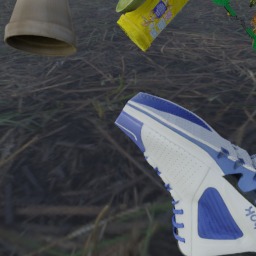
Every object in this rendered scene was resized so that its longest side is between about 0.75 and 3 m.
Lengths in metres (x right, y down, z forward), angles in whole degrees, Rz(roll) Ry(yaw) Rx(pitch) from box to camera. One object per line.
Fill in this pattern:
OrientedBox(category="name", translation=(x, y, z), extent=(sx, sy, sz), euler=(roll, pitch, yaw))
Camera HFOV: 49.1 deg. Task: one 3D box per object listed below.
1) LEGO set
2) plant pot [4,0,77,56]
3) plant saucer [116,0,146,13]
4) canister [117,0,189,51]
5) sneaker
OrientedBox(category="LEGO set", translation=(2.600, -2.581, 5.325), extent=(1.985, 1.527, 1.150), euler=(33, 50, -14))
OrientedBox(category="plant pot", translation=(-1.802, -2.373, 6.021), extent=(1.498, 1.300, 1.498), euler=(4, -2, 0))
OrientedBox(category="plant saucer", translation=(0.392, -3.241, 6.239), extent=(0.273, 1.760, 1.760), euler=(34, 28, -24))
OrientedBox(category="canister", translation=(0.723, -3.163, 7.590), extent=(0.809, 1.869, 1.388), euler=(46, 10, 15))
OrientedBox(category="sneaker", translation=(0.668, 0.641, 2.879), extent=(2.154, 1.244, 0.870), euler=(33, 20, 7))
